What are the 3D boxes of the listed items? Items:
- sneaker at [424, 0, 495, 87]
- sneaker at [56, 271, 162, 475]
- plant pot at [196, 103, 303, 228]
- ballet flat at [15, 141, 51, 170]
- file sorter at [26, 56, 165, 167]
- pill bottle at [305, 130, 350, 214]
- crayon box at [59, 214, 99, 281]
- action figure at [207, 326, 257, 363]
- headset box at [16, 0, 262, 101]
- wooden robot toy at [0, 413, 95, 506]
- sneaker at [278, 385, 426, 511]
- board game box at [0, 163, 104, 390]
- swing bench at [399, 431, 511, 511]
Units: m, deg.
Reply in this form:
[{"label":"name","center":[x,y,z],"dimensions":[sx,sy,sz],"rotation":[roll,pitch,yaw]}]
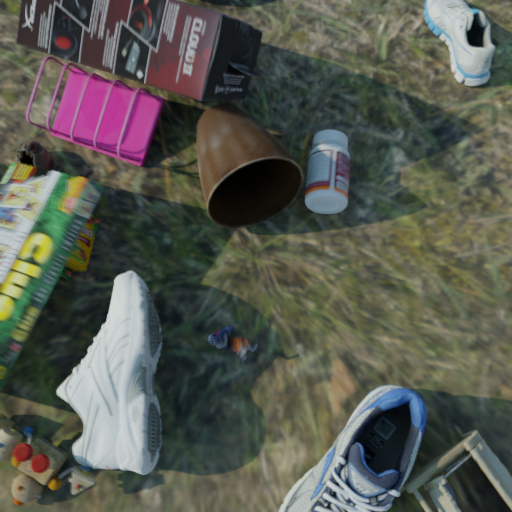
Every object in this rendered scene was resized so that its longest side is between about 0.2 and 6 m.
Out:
[{"label":"sneaker","center":[4.003,-4.466,10.746],"dimensions":[0.875,1.011,2.334],"rotation":[-16,67,-5]},{"label":"sneaker","center":[-2.160,1.617,8.112],"dimensions":[1.466,1.149,2.950],"rotation":[-5,66,3]},{"label":"plant pot","center":[-0.314,-1.647,9.324],"dimensions":[1.643,1.643,1.758],"rotation":[-20,60,-8]},{"label":"ballet flat","center":[-3.874,-0.902,9.459],"dimensions":[0.815,0.560,2.418],"rotation":[-3,67,1]},{"label":"file sorter","center":[-2.763,-2.485,9.591],"dimensions":[1.830,1.147,1.271],"rotation":[20,95,8]},{"label":"pill bottle","center":[1.237,-1.443,9.599],"dimensions":[0.721,0.721,1.315],"rotation":[6,67,3]},{"label":"crayon box","center":[-2.990,-0.229,9.070],"dimensions":[0.287,0.719,1.132],"rotation":[-1,67,25]},{"label":"action figure","center":[-0.439,1.361,8.521],"dimensions":[0.729,0.754,0.394],"rotation":[15,106,22]},{"label":"headset box","center":[-1.625,-3.622,9.407],"dimensions":[3.552,2.640,1.332],"rotation":[19,109,7]},{"label":"wooden robot toy","center":[-3.191,2.981,7.726],"dimensions":[1.942,0.855,0.881],"rotation":[26,80,11]},{"label":"sneaker","center":[1.230,3.014,7.351],"dimensions":[1.244,1.375,3.227],"rotation":[30,71,12]},{"label":"board game box","center":[-3.866,0.294,8.527],"dimensions":[1.894,0.424,3.615],"rotation":[14,72,26]},{"label":"swing bench","center":[2.903,3.331,7.449],"dimensions":[1.475,0.957,1.467],"rotation":[-30,70,-12]}]
